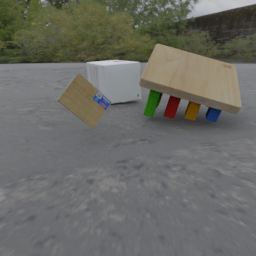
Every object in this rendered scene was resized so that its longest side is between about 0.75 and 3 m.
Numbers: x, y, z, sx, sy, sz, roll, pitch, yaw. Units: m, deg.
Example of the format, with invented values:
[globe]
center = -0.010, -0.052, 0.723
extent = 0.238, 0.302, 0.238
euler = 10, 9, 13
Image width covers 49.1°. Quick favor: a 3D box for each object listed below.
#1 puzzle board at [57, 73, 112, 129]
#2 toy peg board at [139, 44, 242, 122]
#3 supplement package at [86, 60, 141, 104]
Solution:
[puzzle board]
center = -1.036, -0.646, 6.839
extent = 1.137, 0.857, 0.099
euler = 41, -17, -27
[toy peg board]
center = 1.858, -1.221, 8.888
extent = 2.784, 1.368, 2.796
euler = 17, 39, 4
[supplement package]
center = -0.645, -2.025, 11.803
extent = 1.540, 1.521, 2.541
euler = -10, 18, -21
